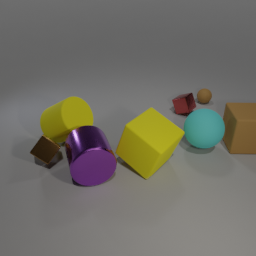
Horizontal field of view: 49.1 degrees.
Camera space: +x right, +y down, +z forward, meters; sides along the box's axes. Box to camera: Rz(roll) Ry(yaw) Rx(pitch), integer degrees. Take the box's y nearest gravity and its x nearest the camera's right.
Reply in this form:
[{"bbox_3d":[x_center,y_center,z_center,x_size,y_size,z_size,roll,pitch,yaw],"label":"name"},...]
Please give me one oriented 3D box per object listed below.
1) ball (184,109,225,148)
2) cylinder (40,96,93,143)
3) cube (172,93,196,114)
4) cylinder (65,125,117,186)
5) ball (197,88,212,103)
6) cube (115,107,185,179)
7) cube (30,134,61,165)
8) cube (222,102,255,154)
[{"bbox_3d":[2.668,0.018,9.853,1.400,1.400,1.400,0,31,0],"label":"ball"},{"bbox_3d":[-2.221,-0.279,10.175,1.400,1.400,1.400,-18,15,40],"label":"cylinder"},{"bbox_3d":[2.515,-1.097,12.505,0.700,0.700,0.700,-7,19,44],"label":"cube"},{"bbox_3d":[-1.196,0.841,8.775,1.400,1.400,1.400,-9,32,-15],"label":"cylinder"},{"bbox_3d":[3.664,-1.547,13.436,0.700,0.700,0.700,0,31,0],"label":"ball"},{"bbox_3d":[0.676,0.472,8.968,1.400,1.400,1.400,39,47,18],"label":"cube"},{"bbox_3d":[-2.730,0.692,9.278,0.700,0.700,0.700,36,-7,-13],"label":"cube"},{"bbox_3d":[4.333,-0.008,10.207,1.400,1.400,1.400,1,31,1],"label":"cube"}]
